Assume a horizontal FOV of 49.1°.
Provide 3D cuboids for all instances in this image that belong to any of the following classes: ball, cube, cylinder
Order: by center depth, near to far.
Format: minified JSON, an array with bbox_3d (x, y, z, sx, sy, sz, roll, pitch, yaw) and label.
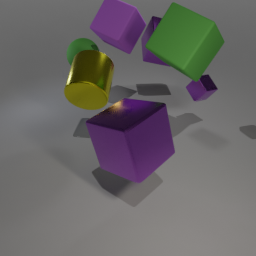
[{"bbox_3d":[0.086,0.233,6.762,1.400,1.400,1.400,13,37,44],"label":"cube"},{"bbox_3d":[1.629,-2.380,7.930,1.400,1.400,1.400,39,14,26],"label":"cube"},{"bbox_3d":[-1.219,-1.529,9.030,1.400,1.400,1.400,4,58,7],"label":"cylinder"},{"bbox_3d":[2.730,-1.477,10.393,0.700,0.700,0.700,-14,69,-36],"label":"cube"},{"bbox_3d":[-0.360,-3.999,10.973,1.400,1.400,1.400,31,5,20],"label":"cube"},{"bbox_3d":[-1.890,-3.094,11.897,1.400,1.400,1.400,0,29,0],"label":"ball"},{"bbox_3d":[1.499,-3.782,12.349,1.400,1.400,1.400,7,61,-17],"label":"cube"}]
